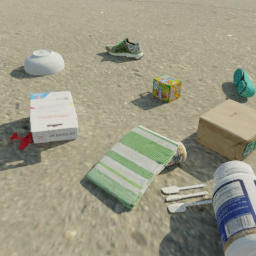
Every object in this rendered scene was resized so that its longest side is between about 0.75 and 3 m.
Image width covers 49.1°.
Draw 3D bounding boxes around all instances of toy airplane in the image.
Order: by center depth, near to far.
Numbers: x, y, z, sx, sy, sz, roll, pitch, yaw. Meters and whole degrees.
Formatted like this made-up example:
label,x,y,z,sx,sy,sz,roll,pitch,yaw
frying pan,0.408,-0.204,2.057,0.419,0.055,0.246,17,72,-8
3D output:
label,x,y,z,sx,sy,sz,roll,pitch,yaw
toy airplane,-3.685,0.367,9.788,0.986,0.181,0.986,3,35,-2

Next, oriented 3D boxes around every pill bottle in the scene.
label,x,y,z,sx,sy,sz,roll,pitch,yaw
pill bottle,2.720,1.950,6.507,1.360,1.360,2.452,2,35,3
pill bottle,1.193,0.853,8.716,1.109,0.646,0.646,-14,37,-18

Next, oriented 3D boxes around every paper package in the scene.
label,x,y,z,sx,sy,sz,roll,pitch,yaw
paper package,3.624,0.019,9.589,1.954,1.011,1.863,-27,43,-34

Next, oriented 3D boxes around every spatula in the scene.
label,x,y,z,sx,sy,sz,roll,pitch,yaw
spatula,1.655,1.896,7.714,1.290,0.104,0.897,-5,30,-9

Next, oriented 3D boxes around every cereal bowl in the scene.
label,x,y,z,sx,sy,sz,roll,pitch,yaw
cereal bowl,-4.499,-3.608,14.950,2.096,0.873,2.096,0,36,0

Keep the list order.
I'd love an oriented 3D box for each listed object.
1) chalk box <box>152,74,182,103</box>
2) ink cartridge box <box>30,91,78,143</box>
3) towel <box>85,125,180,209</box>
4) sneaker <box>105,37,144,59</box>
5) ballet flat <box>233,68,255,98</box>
label,x,y,z,sx,sy,sz,roll,pitch,yaw
chalk box,1.610,-1.816,12.419,0.807,0.813,1.303,-26,41,-33
ink cartridge box,-2.678,-0.316,10.093,1.544,0.910,2.682,-7,34,-15
towel,0.184,1.002,8.275,1.828,0.280,2.396,26,61,34
sneaker,-0.201,-4.859,16.517,2.512,1.113,0.966,16,38,21
ballet flat,5.401,-2.022,12.931,0.786,0.752,2.234,26,36,-6
